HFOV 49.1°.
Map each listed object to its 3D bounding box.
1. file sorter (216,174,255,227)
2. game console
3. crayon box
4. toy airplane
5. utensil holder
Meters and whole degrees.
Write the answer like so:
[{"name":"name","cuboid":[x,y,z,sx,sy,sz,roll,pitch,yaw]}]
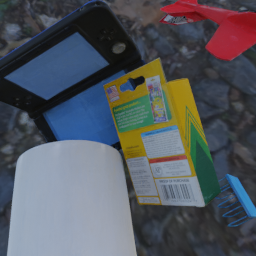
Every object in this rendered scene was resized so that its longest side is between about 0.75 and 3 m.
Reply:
[{"name":"file sorter","cuboid":[2.077,1.455,5.556,0.531,0.600,0.865,-39,54,24]},{"name":"game console","cuboid":[-0.885,-0.466,5.123,2.700,2.305,1.598,-27,68,15]},{"name":"crayon box","cuboid":[0.520,0.133,4.748,0.589,1.435,2.282,-19,92,-42]},{"name":"toy airplane","cuboid":[1.909,-2.189,5.629,2.873,0.528,2.873,-1,37,1]},{"name":"utensil holder","cuboid":[-0.924,1.760,4.805,2.157,2.157,2.538,-6,61,-3]}]
